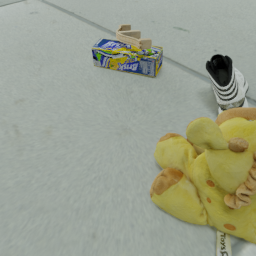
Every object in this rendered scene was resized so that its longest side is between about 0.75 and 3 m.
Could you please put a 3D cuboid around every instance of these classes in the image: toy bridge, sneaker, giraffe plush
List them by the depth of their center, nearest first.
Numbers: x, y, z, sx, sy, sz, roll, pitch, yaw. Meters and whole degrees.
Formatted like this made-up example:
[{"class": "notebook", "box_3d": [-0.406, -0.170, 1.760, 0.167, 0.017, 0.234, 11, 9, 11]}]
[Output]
[{"class": "giraffe plush", "box_3d": [1.774, 0.676, 4.978, 2.586, 2.431, 2.997, -4, 48, -7]}, {"class": "sneaker", "box_3d": [2.869, -1.597, 8.099, 1.030, 1.570, 2.728, -13, 31, 21]}, {"class": "toy bridge", "box_3d": [0.036, -3.142, 9.560, 0.806, 0.326, 2.396, -8, 33, -15]}]

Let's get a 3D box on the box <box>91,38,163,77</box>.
[{"class": "box", "box_3d": [-0.029, -2.507, 9.883, 2.393, 0.769, 0.838, 14, 46, 17]}]
